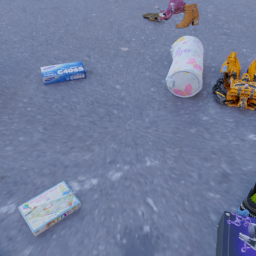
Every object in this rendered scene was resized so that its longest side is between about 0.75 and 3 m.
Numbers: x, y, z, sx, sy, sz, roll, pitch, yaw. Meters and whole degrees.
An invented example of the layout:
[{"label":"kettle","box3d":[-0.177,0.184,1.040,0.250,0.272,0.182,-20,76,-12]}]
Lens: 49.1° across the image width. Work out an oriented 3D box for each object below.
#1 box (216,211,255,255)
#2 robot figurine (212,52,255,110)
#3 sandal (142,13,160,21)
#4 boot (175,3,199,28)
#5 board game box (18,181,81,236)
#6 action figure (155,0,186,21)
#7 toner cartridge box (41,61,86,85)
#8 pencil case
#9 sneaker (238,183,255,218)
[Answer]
[{"label":"box","box3d":[2.387,2.671,5.524,1.223,0.683,1.733,9,43,14]},{"label":"robot figurine","box3d":[4.197,-1.715,10.163,2.092,0.840,2.885,10,44,14]},{"label":"sandal","box3d":[1.368,-6.046,15.282,0.563,0.378,1.401,-31,36,-34]},{"label":"boot","box3d":[1.674,-3.220,8.054,0.798,0.618,0.294,-20,25,-18]},{"label":"board game box","box3d":[-1.863,1.889,6.705,1.217,0.208,0.818,-28,50,-27]},{"label":"action figure","box3d":[1.231,-3.390,8.172,0.907,0.675,0.607,-47,43,-8]},{"label":"toner cartridge box","box3d":[-2.535,-2.179,11.026,1.653,0.357,0.785,-13,44,-13]},{"label":"pencil case","box3d":[2.195,-2.399,10.631,1.294,1.186,2.853,20,44,-5]},{"label":"sneaker","box3d":[3.436,1.508,6.660,1.991,0.825,0.706,-28,51,-27]}]
